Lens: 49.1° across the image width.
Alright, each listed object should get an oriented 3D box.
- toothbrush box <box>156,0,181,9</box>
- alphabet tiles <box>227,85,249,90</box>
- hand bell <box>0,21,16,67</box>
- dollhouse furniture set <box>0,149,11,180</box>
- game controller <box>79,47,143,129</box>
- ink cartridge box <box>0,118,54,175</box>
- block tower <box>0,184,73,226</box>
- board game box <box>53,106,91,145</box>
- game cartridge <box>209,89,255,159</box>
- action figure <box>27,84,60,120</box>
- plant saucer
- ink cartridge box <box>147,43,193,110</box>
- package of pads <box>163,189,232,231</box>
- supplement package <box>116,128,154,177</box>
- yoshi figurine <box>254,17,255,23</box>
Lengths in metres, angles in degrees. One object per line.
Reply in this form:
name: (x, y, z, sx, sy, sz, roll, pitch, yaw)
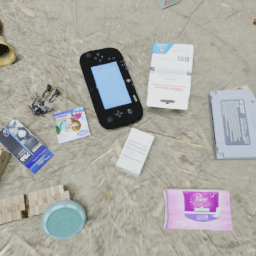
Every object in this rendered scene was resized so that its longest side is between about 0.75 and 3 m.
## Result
toothbrush box: (1.187, -5.595, 10.033, 0.846, 1.432, 1.966, -26, 74, -8)
alphabet tiles: (3.659, -0.778, 9.207, 1.011, 0.046, 1.209, -13, 72, -4)
hand bell: (-4.526, -3.209, 9.704, 1.064, 1.064, 2.044, -15, 60, -5)
dollhouse furniture set: (-4.409, 0.927, 7.683, 1.332, 1.890, 1.324, 16, 73, 5)
game controller: (-0.564, -1.351, 9.104, 1.486, 0.600, 2.849, -18, 74, -6)
ink cartridge box: (-3.197, 0.541, 8.638, 1.731, 0.339, 0.861, 39, 76, 11)
block tower: (-2.817, 2.206, 7.923, 2.445, 0.707, 0.660, -12, 73, -6)
board game box: (-1.786, -0.084, 8.896, 1.014, 0.209, 1.011, -16, 73, -5)
game cartridge: (3.378, -0.128, 8.715, 1.487, 0.464, 2.233, 0, 70, 1)
action figure: (-2.743, -0.850, 8.939, 0.734, 0.630, 1.234, 32, 73, -1)
plant saucer: (-1.751, 2.568, 7.694, 1.230, 0.169, 1.230, -4, 107, -13)
ink cartridge box: (1.349, -1.550, 9.031, 1.311, 0.767, 2.260, 6, 72, 8)
package of pads: (1.910, 2.280, 7.876, 1.831, 0.693, 1.103, 1, 72, 0)
supplement package: (0.214, 0.744, 8.348, 0.729, 0.738, 1.217, 22, 73, 7)
yoshi figurine: (5.069, -3.393, 9.686, 0.889, 0.893, 1.588, -32, 77, 7)
